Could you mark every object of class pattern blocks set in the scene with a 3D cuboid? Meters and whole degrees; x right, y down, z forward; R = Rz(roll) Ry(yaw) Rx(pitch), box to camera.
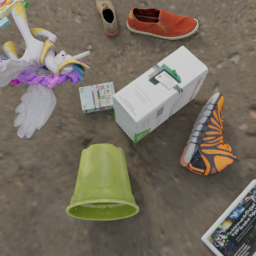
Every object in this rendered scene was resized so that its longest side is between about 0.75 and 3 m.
[{"bbox_3d":[-2.995,-3.086,6.841,1.475,0.136,1.679,-48,56,-4],"label":"pattern blocks set"}]

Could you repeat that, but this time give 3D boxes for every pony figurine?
[{"bbox_3d":[-2.046,-1.164,5.534,2.177,1.878,2.255,-47,66,-3],"label":"pony figurine"}]

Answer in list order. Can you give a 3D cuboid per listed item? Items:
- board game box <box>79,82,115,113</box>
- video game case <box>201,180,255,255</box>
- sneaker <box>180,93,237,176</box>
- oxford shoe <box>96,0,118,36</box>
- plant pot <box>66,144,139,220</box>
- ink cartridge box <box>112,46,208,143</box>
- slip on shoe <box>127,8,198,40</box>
[{"bbox_3d":[-0.907,-0.926,8.563,1.051,0.338,0.776,-10,72,-2],"label":"board game box"},{"bbox_3d":[3.416,2.854,7.308,2.250,0.263,2.045,-42,76,-12],"label":"video game case"},{"bbox_3d":[2.512,0.250,7.957,1.329,0.920,2.372,25,83,4],"label":"sneaker"},{"bbox_3d":[-0.695,-3.984,9.447,0.607,0.644,1.723,-18,72,-6],"label":"oxford shoe"},{"bbox_3d":[-0.646,1.353,7.198,1.761,1.761,1.619,-3,59,-1],"label":"plant pot"},{"bbox_3d":[0.848,-0.868,7.787,2.422,1.769,1.021,-37,75,-13],"label":"ink cartridge box"},{"bbox_3d":[1.149,-3.502,9.244,2.390,0.731,0.885,8,69,1],"label":"slip on shoe"}]
